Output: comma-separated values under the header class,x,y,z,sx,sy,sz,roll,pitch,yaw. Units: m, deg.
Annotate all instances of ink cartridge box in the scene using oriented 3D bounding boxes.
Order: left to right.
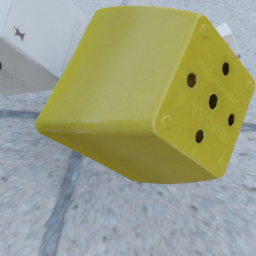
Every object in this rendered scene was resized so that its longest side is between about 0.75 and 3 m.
class,x,y,z,sx,sy,sz,roll,pitch,yaw
ink cartridge box,1.863,-1.396,5.846,0.895,1.229,0.521,-23,41,21

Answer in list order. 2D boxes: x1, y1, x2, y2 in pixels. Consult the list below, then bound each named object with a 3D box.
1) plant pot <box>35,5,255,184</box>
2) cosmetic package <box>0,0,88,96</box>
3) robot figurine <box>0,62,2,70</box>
class,x,y,z,sx,sy,sz,roll,pitch,yaw
plant pot,0.401,-0.363,3.749,1.801,2.042,2.042,7,68,51
cosmetic package,-2.296,-1.864,5.724,2.124,1.752,1.751,-1,69,30
robot figurine,-2.494,-1.254,3.651,1.030,1.650,1.240,-20,26,53
